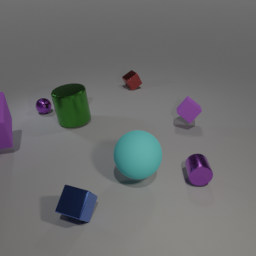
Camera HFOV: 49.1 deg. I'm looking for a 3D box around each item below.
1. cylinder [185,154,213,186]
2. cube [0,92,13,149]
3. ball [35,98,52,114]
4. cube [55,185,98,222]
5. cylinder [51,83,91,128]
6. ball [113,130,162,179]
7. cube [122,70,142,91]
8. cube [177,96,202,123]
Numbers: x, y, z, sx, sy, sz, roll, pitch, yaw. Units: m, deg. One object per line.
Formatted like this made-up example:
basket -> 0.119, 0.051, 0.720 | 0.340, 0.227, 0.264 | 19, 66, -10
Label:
cylinder -> 2.114, 1.238, 8.387 | 0.700, 0.700, 0.700 | 0, 28, 1
cube -> -4.762, -0.183, 9.409 | 1.400, 1.400, 1.400 | -8, 53, -15
ball -> -3.790, -0.997, 12.577 | 0.700, 0.700, 0.700 | 0, 29, 0
cube -> -1.288, 1.921, 7.108 | 0.700, 0.700, 0.700 | 11, 69, 18
cylinder -> -2.340, -0.948, 11.617 | 1.400, 1.400, 1.400 | -5, 31, 3
ball -> 0.281, 0.766, 8.067 | 1.400, 1.400, 1.400 | 0, 29, 0
cube -> 0.218, -2.580, 15.147 | 0.700, 0.700, 0.700 | -38, 38, -6
cube -> 2.429, -0.736, 11.174 | 0.700, 0.700, 0.700 | 38, 21, -5
